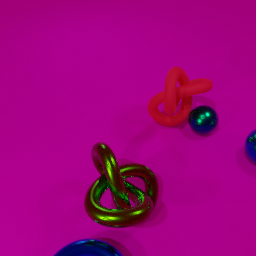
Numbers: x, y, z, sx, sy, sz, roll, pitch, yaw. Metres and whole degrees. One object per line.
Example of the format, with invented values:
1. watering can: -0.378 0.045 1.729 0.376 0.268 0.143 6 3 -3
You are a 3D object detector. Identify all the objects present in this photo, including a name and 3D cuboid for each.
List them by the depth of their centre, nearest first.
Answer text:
1. ring: -0.710 2.819 4.889 1.687 0.337 1.687 5 57 -8
2. knot shape: -0.195 1.084 5.605 0.899 1.945 1.820 -42 72 20
3. ball: 3.274 0.436 6.672 0.932 0.932 0.932 0 51 0
4. knot shape: 1.215 -0.713 7.158 1.761 1.648 0.814 -11 56 -45
5. ball: 1.980 -0.220 7.371 0.778 0.778 0.778 0 51 0
